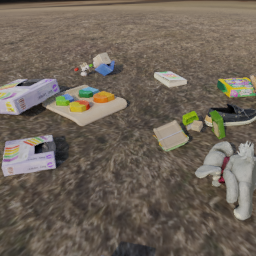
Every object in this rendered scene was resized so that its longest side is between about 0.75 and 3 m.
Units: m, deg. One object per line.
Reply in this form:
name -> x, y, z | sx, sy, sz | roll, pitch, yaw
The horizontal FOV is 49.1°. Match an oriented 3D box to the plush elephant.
plush elephant -> 2.573, 1.140, 7.187 | 1.543, 1.873, 1.450 | -34, 25, -34

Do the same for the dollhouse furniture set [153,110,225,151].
dollhouse furniture set -> 2.128, 0.236, 9.788 | 2.349, 0.907, 1.174 | -23, 40, -1

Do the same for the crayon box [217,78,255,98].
crayon box -> 5.342, -1.964, 13.528 | 1.573, 0.458, 1.357 | -5, 31, -8

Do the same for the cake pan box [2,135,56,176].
cake pan box -> -3.019, 0.817, 8.721 | 1.560, 0.408, 1.437 | -7, 33, -13

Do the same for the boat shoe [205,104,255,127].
boat shoe -> 4.056, -0.559, 10.789 | 2.282, 0.710, 0.851 | -7, 25, -14

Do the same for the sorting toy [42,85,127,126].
sorting toy -> -1.899, -1.169, 12.069 | 2.648, 0.522, 2.861 | -26, 39, -38

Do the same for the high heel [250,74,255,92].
high heel -> 5.538, -1.535, 11.683 | 2.832, 1.011, 2.019 | -13, 52, -48

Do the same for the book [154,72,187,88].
book -> 2.234, -2.622, 14.853 | 1.075, 0.387, 1.608 | -9, 29, -22

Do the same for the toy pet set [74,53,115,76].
toy pet set -> -1.633, -3.390, 15.916 | 1.904, 1.083, 2.039 | -22, 7, 42

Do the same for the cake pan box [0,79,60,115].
cake pan box -> -4.664, -1.418, 12.008 | 2.473, 0.702, 2.685 | 7, 30, 28
